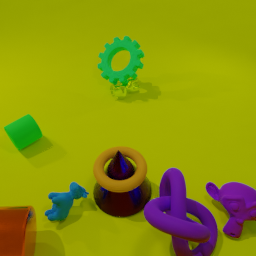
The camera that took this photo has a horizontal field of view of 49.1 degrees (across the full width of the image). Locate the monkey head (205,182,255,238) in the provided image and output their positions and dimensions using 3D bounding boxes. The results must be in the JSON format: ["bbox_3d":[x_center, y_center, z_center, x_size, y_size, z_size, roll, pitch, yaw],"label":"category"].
[{"bbox_3d":[2.410,1.768,6.176,1.502,1.081,0.905,21,11,6],"label":"monkey head"}]

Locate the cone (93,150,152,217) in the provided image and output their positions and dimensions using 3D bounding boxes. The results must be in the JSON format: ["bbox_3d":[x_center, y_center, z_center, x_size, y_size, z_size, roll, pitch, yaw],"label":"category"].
[{"bbox_3d":[-0.169,1.009,6.403,1.442,1.447,1.442,-2,42,2],"label":"cone"}]

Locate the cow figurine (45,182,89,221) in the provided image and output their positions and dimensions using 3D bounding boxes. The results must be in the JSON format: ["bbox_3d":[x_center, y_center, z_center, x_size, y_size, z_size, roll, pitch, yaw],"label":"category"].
[{"bbox_3d":[-1.362,1.670,6.336,0.876,0.890,0.489,11,4,-35],"label":"cow figurine"}]

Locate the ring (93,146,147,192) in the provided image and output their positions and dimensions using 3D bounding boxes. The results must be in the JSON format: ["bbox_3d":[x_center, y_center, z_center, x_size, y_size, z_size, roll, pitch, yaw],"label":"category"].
[{"bbox_3d":[-0.173,0.897,6.290,1.219,0.244,1.219,-1,45,1],"label":"ring"}]

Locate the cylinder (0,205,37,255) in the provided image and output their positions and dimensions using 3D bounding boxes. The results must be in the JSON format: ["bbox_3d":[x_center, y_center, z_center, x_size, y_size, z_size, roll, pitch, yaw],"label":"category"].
[{"bbox_3d":[-2.461,2.112,5.326,1.198,1.198,1.198,0,41,-8],"label":"cylinder"}]

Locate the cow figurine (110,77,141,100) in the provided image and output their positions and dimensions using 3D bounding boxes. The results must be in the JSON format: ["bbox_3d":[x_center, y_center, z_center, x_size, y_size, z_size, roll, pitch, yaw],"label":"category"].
[{"bbox_3d":[-0.108,-1.461,9.916,1.052,0.587,1.070,-17,24,0],"label":"cow figurine"}]

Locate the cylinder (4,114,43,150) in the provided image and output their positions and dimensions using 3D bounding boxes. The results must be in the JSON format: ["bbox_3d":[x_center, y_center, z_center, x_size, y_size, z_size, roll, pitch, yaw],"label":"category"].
[{"bbox_3d":[-2.951,0.112,7.915,0.770,0.770,0.770,-34,51,-24],"label":"cylinder"}]

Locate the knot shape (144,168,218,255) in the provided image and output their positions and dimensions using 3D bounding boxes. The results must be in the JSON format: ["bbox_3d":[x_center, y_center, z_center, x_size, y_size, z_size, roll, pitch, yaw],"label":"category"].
[{"bbox_3d":[1.029,1.648,5.609,0.885,1.915,1.792,-33,42,15],"label":"knot shape"}]

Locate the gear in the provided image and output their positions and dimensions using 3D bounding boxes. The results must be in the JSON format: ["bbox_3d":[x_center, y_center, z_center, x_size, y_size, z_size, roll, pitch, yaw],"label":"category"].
[{"bbox_3d":[-0.259,-2.339,9.714,1.659,0.307,1.659,-4,79,24],"label":"gear"}]
